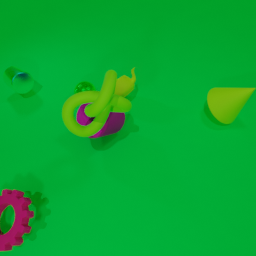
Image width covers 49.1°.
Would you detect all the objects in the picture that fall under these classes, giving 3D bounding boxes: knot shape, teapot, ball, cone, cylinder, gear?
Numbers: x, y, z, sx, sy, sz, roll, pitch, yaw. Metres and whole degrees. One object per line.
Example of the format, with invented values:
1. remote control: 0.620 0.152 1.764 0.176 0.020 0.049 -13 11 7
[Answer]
1. knot shape: -0.565 -0.513 6.307 0.749 1.621 1.517 53 22 18
2. teapot: -0.213 -1.364 8.941 1.401 0.686 0.871 -35 13 16
3. ball: -1.389 -1.158 9.098 0.727 0.727 0.727 0 49 0
4. cone: 3.175 -0.884 8.120 1.201 1.205 1.201 12 65 -27
5. cylinder: -0.752 -0.280 7.906 1.022 1.022 1.022 28 18 22
6. gear: -2.605 1.963 6.031 1.244 0.230 1.244 -9 67 22
7. cylinder: -3.590 -1.581 9.181 0.738 0.738 0.738 -35 46 -26
